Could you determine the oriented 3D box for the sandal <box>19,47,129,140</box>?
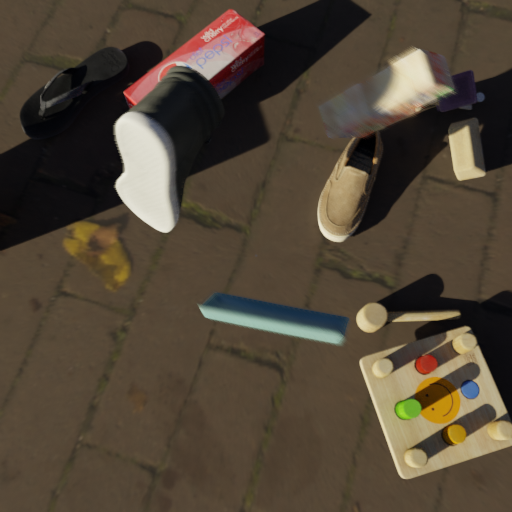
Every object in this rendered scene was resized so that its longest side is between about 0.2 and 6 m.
[{"bbox_3d":[-3.947,-3.598,11.896,1.048,0.590,2.757,40,75,13],"label":"sandal"}]

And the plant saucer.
[{"bbox_3d":[0.248,0.834,7.555,1.940,0.678,0.184,10,106,13],"label":"plant saucer"}]

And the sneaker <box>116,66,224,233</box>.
[{"bbox_3d":[-1.159,-1.427,7.943,1.062,3.004,1.490,35,67,3],"label":"sneaker"}]

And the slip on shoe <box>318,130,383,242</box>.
[{"bbox_3d":[1.909,-1.470,11.048,0.936,0.746,2.462,25,72,9],"label":"slip on shoe"}]

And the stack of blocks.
[{"bbox_3d":[2.057,-2.460,8.744,1.070,1.859,0.544,-13,85,-47],"label":"stack of blocks"}]

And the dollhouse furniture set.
[{"bbox_3d":[4.180,-2.595,11.787,1.457,1.626,2.053,-12,93,-46],"label":"dollhouse furniture set"}]

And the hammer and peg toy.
[{"bbox_3d":[2.987,2.022,9.633,2.180,1.045,2.964,-15,71,-5],"label":"hammer and peg toy"}]

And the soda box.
[{"bbox_3d":[-1.220,-3.756,11.754,1.070,0.969,3.057,43,76,14],"label":"soda box"}]
